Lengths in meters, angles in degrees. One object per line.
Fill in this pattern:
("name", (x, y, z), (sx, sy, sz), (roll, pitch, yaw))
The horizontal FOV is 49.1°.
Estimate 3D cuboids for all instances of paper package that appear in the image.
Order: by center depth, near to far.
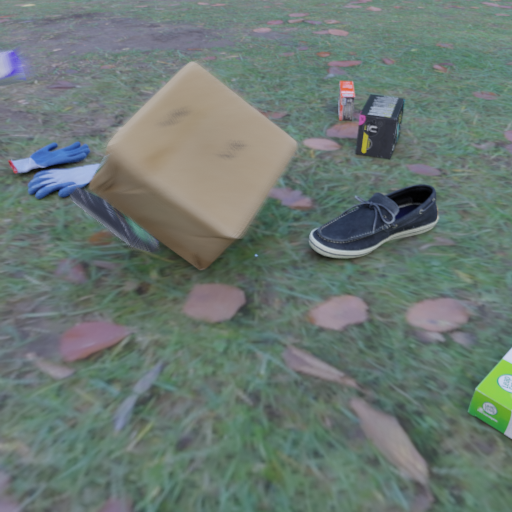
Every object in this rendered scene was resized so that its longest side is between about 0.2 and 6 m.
("paper package", (-1.133, -1.763, 10.747), (2.848, 1.546, 2.988), (36, 55, -9))

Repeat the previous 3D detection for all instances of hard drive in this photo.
("hard drive", (-2.381, -0.587, 9.498), (1.396, 0.264, 0.976), (35, 1, 11))

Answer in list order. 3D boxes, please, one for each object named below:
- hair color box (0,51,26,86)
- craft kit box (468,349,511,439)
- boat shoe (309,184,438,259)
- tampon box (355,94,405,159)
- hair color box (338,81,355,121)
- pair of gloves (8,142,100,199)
("hair color box", (-4.445, -3.208, 9.693), (0.705, 0.418, 1.289), (-16, 14, -14))
("craft kit box", (4.855, 2.076, 8.005), (2.557, 0.628, 2.589), (28, 44, 37))
("boat shoe", (2.484, -0.786, 11.635), (3.139, 0.977, 1.171), (-17, 41, -20))
("tampon box", (3.379, -3.540, 15.261), (0.994, 1.180, 1.575), (12, 37, 16))
("hair color box", (2.796, -4.832, 17.425), (0.445, 0.772, 1.393), (2, 35, 4))
("pair of gloves", (-4.969, -2.223, 14.223), (2.139, 0.303, 2.661), (-23, 43, -32))
